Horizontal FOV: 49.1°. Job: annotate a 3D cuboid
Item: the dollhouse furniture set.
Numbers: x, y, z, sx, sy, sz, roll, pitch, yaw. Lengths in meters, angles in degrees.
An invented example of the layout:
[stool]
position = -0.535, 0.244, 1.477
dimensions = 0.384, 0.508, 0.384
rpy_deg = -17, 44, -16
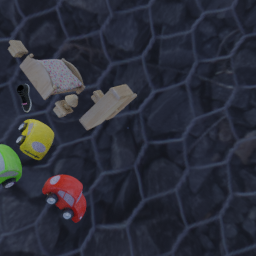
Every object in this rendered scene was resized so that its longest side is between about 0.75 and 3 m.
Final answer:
[dollhouse furniture set]
position = -0.951, -1.152, 5.684
dimensions = 1.026, 1.792, 2.102
rpy_deg = -40, 86, 26

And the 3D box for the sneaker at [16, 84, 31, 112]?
[sneaker]
position = -2.722, -0.793, 7.266
dimensions = 0.267, 0.374, 0.754
rpy_deg = -5, 88, 8

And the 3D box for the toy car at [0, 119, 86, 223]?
[toy car]
position = -2.123, 0.772, 5.951
dimensions = 0.648, 2.734, 2.905
rpy_deg = -39, 71, 16
